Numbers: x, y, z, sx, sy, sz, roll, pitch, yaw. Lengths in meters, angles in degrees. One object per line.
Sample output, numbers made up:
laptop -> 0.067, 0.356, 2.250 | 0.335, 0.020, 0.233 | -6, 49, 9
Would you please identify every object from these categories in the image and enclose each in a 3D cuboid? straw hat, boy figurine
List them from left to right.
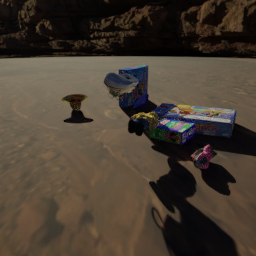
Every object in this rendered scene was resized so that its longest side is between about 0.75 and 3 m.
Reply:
straw hat -> -2.378, -1.099, 12.737 | 1.291, 0.546, 1.291 | 0, 25, 0
boy figurine -> 0.492, -0.194, 8.462 | 0.893, 0.463, 1.437 | 17, 20, 21

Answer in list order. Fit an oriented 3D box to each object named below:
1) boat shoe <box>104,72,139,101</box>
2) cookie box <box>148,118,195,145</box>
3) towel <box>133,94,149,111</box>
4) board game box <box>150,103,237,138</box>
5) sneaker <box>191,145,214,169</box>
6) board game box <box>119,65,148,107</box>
boat shoe -> -0.314, -1.234, 8.739 | 0.714, 0.824, 1.933 | 35, 21, 10
cookie box -> 1.441, 0.085, 9.240 | 1.223, 0.460, 1.046 | 12, 23, 34
towel -> 0.503, -0.944, 10.402 | 0.567, 0.190, 0.768 | -20, 30, 25
board game box -> 2.420, -0.372, 10.552 | 2.987, 0.515, 2.022 | 8, 20, 23
sneaker -> 1.867, 0.795, 7.354 | 0.519, 0.430, 1.089 | -14, 7, 34
board game box -> 0.309, -2.137, 13.985 | 0.523, 1.769, 2.326 | 10, 20, 27
